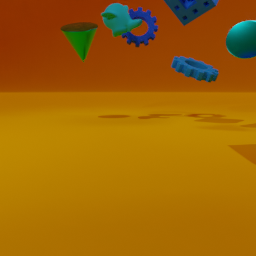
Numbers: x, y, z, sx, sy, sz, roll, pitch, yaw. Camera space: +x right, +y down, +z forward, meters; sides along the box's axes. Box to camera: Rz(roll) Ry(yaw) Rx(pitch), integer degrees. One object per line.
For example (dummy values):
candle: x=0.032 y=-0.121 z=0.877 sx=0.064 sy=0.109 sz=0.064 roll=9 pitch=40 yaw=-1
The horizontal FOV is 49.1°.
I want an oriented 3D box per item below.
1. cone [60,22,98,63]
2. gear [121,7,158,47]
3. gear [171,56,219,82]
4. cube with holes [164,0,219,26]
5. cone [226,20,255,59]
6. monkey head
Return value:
cone: x=-1.490 y=-2.657 z=9.011 sx=1.166 sy=1.170 sz=1.166 roll=-2 pitch=34 yaw=1
gear: x=0.357 y=-3.330 z=9.284 sx=1.245 sy=1.245 sz=0.230 roll=0 pitch=-2 yaw=2
gear: x=2.283 y=-2.029 z=9.580 sx=1.583 sy=0.293 sz=1.583 roll=13 pitch=29 yaw=-7
cube with holes: x=1.648 y=-3.485 z=7.107 sx=1.006 sy=1.006 sz=1.006 roll=43 pitch=-34 yaw=-22
cone: x=2.880 y=-1.933 z=6.780 sx=0.927 sy=0.927 sz=0.930 roll=3 pitch=-9 yaw=23
monkey head: x=-0.174 y=-3.275 z=8.310 sx=1.078 sy=0.903 sz=1.499 roll=-9 pitch=24 yaw=29
